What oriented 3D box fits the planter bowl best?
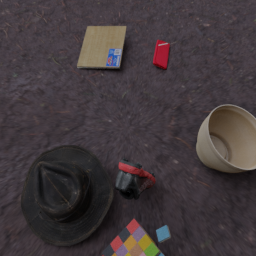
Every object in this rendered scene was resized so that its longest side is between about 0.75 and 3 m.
[{"bbox_3d":[2.369,0.391,6.866,1.633,1.099,1.633,8,63,-16],"label":"planter bowl"}]

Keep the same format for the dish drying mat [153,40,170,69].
[{"bbox_3d":[1.171,-2.579,9.723,0.503,0.119,1.310,20,52,-11],"label":"dish drying mat"}]

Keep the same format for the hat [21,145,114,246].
[{"bbox_3d":[-1.553,1.310,6.161,2.378,0.959,2.378,-6,64,11],"label":"hat"}]

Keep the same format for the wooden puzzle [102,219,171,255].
[{"bbox_3d":[0.004,2.547,5.280,2.026,0.142,1.202,-47,35,-4],"label":"wooden puzzle"}]

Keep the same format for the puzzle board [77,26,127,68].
[{"bbox_3d":[-0.879,-2.834,9.793,1.463,0.169,1.941,3,62,8],"label":"puzzle board"}]

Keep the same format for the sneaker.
[{"bbox_3d":[0.155,1.215,6.216,0.566,1.601,0.782,15,78,27],"label":"sneaker"}]
